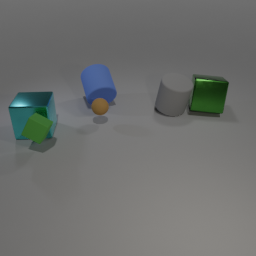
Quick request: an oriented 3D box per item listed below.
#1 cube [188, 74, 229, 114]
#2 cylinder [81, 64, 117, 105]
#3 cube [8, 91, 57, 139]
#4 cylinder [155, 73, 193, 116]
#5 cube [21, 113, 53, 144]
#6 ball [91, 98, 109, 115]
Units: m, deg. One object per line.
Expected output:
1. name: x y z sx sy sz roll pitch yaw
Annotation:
1. cube: 3.550 -1.559 12.544 1.400 1.400 1.400 7 20 6
2. cylinder: -1.365 -1.975 12.963 1.400 1.400 1.400 -10 62 -17
3. cube: -3.650 -0.513 10.961 1.400 1.400 1.400 -2 30 -4
4. cylinder: 2.017 -1.468 12.374 1.400 1.400 1.400 6 43 -5
5. cube: -3.094 0.005 9.592 0.700 0.700 0.700 28 15 -8
6. ball: -1.132 -0.861 11.337 0.700 0.700 0.700 0 30 0
